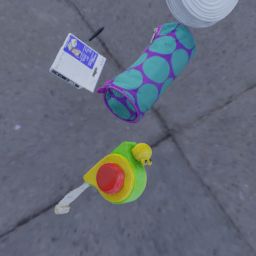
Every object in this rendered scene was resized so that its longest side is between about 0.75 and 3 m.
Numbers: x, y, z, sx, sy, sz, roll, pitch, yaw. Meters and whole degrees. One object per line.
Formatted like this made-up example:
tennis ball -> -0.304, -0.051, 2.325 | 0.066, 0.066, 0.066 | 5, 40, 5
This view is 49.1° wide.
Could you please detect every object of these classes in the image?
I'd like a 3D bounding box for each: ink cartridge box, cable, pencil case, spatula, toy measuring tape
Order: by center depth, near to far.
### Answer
ink cartridge box -> -0.898, -1.171, 5.174 | 0.850, 0.185, 0.842 | 31, 62, -25
toy measuring tape -> -0.490, 1.329, 5.760 | 2.815, 1.036, 1.036 | -43, 75, 24
cable -> 1.741, -3.296, 6.374 | 1.907, 0.660, 1.908 | 7, 97, -25
pencil case -> 0.520, -1.367, 6.704 | 1.203, 1.108, 2.603 | 41, 66, -6
spatula -> -1.113, -2.271, 7.330 | 1.266, 0.130, 0.358 | -27, 30, 19
